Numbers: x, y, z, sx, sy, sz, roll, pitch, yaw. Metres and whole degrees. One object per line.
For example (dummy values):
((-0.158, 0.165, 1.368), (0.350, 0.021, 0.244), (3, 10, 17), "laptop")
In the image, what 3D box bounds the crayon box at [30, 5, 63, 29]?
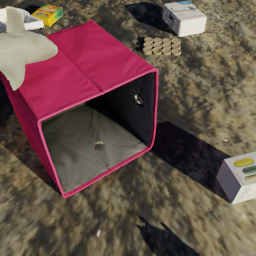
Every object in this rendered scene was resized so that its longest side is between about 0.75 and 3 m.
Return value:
((-3.902, -5.293, 13.288), (1.006, 0.402, 1.585), (15, 50, 13), "crayon box")

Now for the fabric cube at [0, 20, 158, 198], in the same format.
((-1.270, -0.604, 7.347), (2.924, 2.868, 2.914), (-27, 51, -22), "fabric cube")

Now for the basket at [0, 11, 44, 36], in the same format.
((-3.282, -2.849, 8.459), (1.019, 0.927, 1.503), (-27, 44, -34), "basket")

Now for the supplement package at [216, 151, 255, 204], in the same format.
((2.993, 1.222, 7.016), (1.117, 0.841, 0.847), (-12, 49, -11), "supplement package")

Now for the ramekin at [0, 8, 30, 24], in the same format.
((-5.046, -4.137, 11.822), (2.041, 0.995, 2.041), (0, 48, 0), "ramekin")

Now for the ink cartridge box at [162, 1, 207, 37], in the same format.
((2.548, -5.026, 12.801), (1.308, 0.767, 1.786), (-15, 48, -13), "ink cartridge box")

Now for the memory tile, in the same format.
((1.424, -3.421, 11.757), (1.567, 0.132, 1.201), (4, 48, 3), "memory tile")

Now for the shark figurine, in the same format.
((-2.557, -1.067, 5.190), (2.852, 1.704, 1.190), (-27, 83, -16), "shark figurine")
